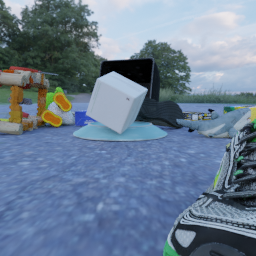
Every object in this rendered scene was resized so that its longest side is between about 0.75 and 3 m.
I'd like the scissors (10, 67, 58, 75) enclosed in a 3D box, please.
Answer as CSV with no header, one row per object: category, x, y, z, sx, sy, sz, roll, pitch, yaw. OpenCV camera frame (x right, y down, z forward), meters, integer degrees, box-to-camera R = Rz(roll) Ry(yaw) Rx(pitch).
scissors,-3.109,-1.925,9.648,1.901,0.132,0.695,1,6,-43

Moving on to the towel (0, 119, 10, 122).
towel,-5.786,-0.238,11.338,2.272,0.205,0.978,3,12,19

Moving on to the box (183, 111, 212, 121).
box,3.076,-0.594,13.554,1.214,0.375,1.521,-5,8,-27

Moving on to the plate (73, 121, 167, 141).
plate,-0.221,0.022,8.148,2.720,0.348,2.720,0,7,0

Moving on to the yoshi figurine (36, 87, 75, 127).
yoshi figurine,-2.952,-0.829,11.040,1.527,1.521,2.716,-8,5,-12

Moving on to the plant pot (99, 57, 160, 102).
plant pot,0.307,-1.704,14.199,2.813,2.819,2.501,3,-7,26

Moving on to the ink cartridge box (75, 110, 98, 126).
ink cartridge box,-0.977,-0.485,11.481,1.249,0.587,2.656,1,7,20

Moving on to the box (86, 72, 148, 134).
box,-0.276,-0.644,6.961,1.065,1.059,0.912,29,30,10

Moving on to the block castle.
block castle,-3.673,-0.887,9.149,1.386,1.975,2.955,6,7,0

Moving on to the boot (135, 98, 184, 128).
boot,0.658,-0.413,9.625,2.523,0.854,1.648,12,-18,-43

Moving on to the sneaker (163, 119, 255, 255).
sneaker,0.930,0.382,2.065,0.898,0.981,2.302,4,8,31

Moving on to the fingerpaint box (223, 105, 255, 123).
fingerpaint box,4.503,-0.316,9.042,2.214,0.812,1.847,-1,6,-5

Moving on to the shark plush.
shark plush,2.322,-0.162,7.665,1.936,0.806,0.879,2,7,16

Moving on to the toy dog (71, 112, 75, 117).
toy dog,-2.828,-0.521,12.898,1.158,0.558,0.763,13,0,3
